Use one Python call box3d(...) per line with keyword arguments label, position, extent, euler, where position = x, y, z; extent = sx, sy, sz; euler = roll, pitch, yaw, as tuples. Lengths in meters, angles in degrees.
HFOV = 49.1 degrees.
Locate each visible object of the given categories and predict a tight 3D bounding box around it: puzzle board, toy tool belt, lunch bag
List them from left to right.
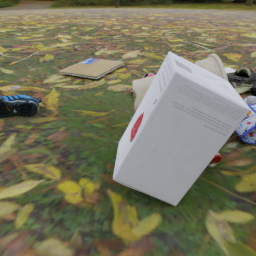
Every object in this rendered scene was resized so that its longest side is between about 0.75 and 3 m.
box3d(label="puzzle board", position=(-1.709, -2.955, 13.864), extent=(2.118, 0.245, 2.811), euler=(12, 30, 23))
box3d(label="toy tool belt", position=(1.703, 0.582, 6.830), extent=(0.994, 0.621, 0.611), euler=(-3, 37, -7))
box3d(label="lunch bag", position=(3.701, -0.145, 7.935), extent=(1.453, 0.900, 1.235), euler=(-12, 27, 5))

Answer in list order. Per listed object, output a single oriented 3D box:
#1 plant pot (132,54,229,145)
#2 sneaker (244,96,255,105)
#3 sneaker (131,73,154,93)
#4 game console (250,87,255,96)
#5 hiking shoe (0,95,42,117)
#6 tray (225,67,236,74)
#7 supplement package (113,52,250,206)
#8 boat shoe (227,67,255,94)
box3d(label="plant pot", position=(1.256, -0.592, 7.344), extent=(2.155, 2.354, 2.354), euler=(-7, 28, 4))
box3d(label="sneaker", position=(5.213, -0.876, 8.947), extent=(2.839, 1.164, 1.061), euler=(5, 29, 10))
box3d(label="sneaker", position=(0.617, -1.816, 11.237), extent=(0.575, 0.695, 1.457), euler=(23, 37, 33))
box3d(label="game console", position=(6.041, -1.325, 10.735), extent=(2.402, 0.289, 1.417), euler=(-7, 29, -14))
box3d(label="hiking shoe", position=(-3.925, -0.777, 9.394), extent=(1.868, 0.695, 0.810), euler=(8, 24, -9))
box3d(label="tray", position=(4.204, -2.590, 13.170), extent=(2.099, 0.233, 1.127), euler=(-7, 30, -14))
box3d(label="supplement package", position=(0.877, 0.027, 5.548), extent=(1.449, 2.420, 1.467), euler=(24, 26, -9))
box3d(label="boat shoe", position=(4.726, -1.989, 11.312), extent=(2.784, 0.902, 1.019), euler=(-21, 34, -33))
